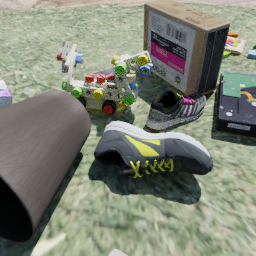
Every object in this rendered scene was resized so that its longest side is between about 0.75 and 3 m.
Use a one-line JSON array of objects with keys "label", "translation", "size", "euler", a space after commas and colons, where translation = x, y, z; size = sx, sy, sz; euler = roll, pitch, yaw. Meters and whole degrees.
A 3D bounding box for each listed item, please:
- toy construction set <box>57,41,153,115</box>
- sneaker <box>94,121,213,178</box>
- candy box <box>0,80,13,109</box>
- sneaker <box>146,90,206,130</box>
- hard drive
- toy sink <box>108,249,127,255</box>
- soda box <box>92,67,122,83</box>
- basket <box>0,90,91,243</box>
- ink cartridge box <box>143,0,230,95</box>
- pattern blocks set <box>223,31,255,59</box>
[{"label": "toy construction set", "translation": [-0.796, -1.417, 7.794], "size": [2.884, 1.891, 1.329], "euler": [16, 35, 18]}, {"label": "sneaker", "translation": [0.461, 0.699, 6.169], "size": [2.686, 1.000, 1.137], "euler": [12, 46, 27]}, {"label": "candy box", "translation": [-4.059, -0.981, 8.241], "size": [1.013, 0.432, 1.208], "euler": [-9, 36, -32]}, {"label": "sneaker", "translation": [1.400, -0.663, 7.704], "size": [2.048, 0.896, 0.755], "euler": [-21, 44, -23]}, {"label": "hard drive", "translation": [3.577, -0.730, 8.083], "size": [1.906, 0.516, 2.729], "euler": [10, 41, 12]}, {"label": "toy sink", "translation": [-0.216, 2.570, 4.004], "size": [0.807, 0.693, 1.238], "euler": [23, 50, 25]}, {"label": "soda box", "translation": [-0.714, -1.586, 9.073], "size": [1.337, 0.424, 0.473], "euler": [-26, 49, -35]}, {"label": "basket", "translation": [-2.007, 0.440, 5.679], "size": [2.408, 1.816, 2.671], "euler": [51, 37, -10]}, {"label": "ink cartridge box", "translation": [1.653, -2.580, 8.927], "size": [1.035, 2.271, 2.756], "euler": [-24, 45, -26]}, {"label": "pattern blocks set", "translation": [3.995, -3.558, 11.688], "size": [2.957, 0.240, 2.599], "euler": [11, 41, 13]}]
